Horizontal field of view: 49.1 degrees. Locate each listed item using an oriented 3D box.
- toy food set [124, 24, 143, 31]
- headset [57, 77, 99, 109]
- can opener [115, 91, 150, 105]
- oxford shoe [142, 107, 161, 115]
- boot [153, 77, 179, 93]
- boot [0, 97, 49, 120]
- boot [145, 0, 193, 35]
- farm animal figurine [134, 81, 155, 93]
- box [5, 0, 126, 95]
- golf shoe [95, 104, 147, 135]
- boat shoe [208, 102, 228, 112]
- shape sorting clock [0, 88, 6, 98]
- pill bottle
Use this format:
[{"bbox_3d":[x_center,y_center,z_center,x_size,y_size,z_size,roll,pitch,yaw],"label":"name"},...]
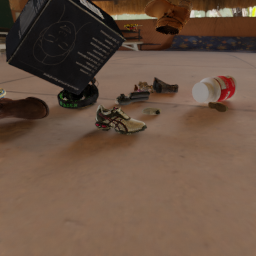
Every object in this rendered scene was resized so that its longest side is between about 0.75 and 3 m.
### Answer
[{"bbox_3d":[0.181,-4.044,11.329,0.456,0.253,0.776,-24,34,-36],"label":"toy food set"},{"bbox_3d":[-2.111,-1.819,12.824,1.703,1.295,2.757,7,31,17],"label":"headset"},{"bbox_3d":[0.239,-1.337,12.904,1.833,0.482,0.609,-13,58,-30],"label":"can opener"},{"bbox_3d":[0.941,-0.647,11.039,0.777,0.292,0.224,0,37,-5],"label":"oxford shoe"},{"bbox_3d":[2.068,-2.303,15.452,1.212,0.642,1.841,1,30,-7],"label":"boot"},{"bbox_3d":[-4.372,-0.333,9.303,2.514,0.866,2.697,3,20,21],"label":"boot"},{"bbox_3d":[1.498,-4.774,12.150,2.343,0.863,1.813,9,59,32],"label":"boot"},{"bbox_3d":[0.840,-2.228,15.065,0.954,0.594,1.181,-7,20,-20],"label":"farm animal figurine"},{"bbox_3d":[-2.110,-2.990,9.373,2.795,2.748,1.732,23,32,-42],"label":"box"},{"bbox_3d":[-0.264,-0.266,9.150,1.814,0.799,0.700,8,20,19],"label":"golf shoe"},{"bbox_3d":[3.806,-0.903,11.619,0.381,0.382,1.060,-10,15,-22],"label":"boat shoe"},{"bbox_3d":[-7.204,-1.571,13.303,2.609,0.512,2.609,0,19,0],"label":"shape sorting clock"},{"bbox_3d":[3.951,-1.756,12.792,2.099,1.178,1.178,-15,24,-36],"label":"pill bottle"}]
